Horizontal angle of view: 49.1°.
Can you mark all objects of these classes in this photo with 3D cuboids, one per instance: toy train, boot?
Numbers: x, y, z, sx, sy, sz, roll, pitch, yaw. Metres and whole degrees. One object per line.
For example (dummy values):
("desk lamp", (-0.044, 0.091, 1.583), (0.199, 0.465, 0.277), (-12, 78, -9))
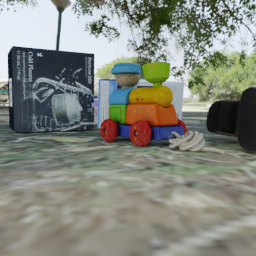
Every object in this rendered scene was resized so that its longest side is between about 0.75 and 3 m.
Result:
("toy train", (0.543, -0.444, 4.675), (1.063, 1.453, 2.511), (-4, 5, -38))
("boot", (2.940, 0.058, 4.414), (2.685, 0.919, 2.528), (7, -4, -5))

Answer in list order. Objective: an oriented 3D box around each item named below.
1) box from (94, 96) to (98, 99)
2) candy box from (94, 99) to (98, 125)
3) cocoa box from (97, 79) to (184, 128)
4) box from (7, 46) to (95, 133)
("box", (-2.177, -0.868, 12.496), (1.552, 1.152, 0.831), (-2, 4, -17))
("candy box", (-2.131, -0.572, 10.049), (2.149, 0.916, 2.562), (-2, 5, -26))
("cocoa box", (0.317, -0.563, 6.805), (1.839, 1.227, 1.207), (-8, 15, -44))
("box", (-2.081, -0.983, 7.589), (2.070, 2.106, 1.305), (-3, 7, -28))
